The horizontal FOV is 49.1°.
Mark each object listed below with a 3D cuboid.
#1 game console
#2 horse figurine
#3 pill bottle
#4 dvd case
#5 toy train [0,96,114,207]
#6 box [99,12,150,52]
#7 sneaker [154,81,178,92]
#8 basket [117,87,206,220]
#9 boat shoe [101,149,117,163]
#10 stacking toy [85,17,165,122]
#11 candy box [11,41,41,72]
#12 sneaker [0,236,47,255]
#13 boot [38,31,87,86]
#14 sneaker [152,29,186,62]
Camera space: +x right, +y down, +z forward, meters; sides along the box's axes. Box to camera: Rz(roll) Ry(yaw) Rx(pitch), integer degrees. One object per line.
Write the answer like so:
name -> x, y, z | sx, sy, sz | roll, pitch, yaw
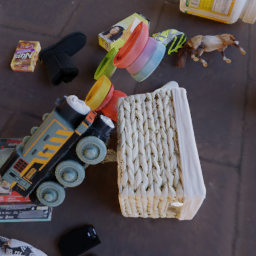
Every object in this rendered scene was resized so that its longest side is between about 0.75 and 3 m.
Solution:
game console -> -1.005, 3.218, 6.769 | 0.978, 0.200, 1.659 | -24, 60, -14
horse figurine -> 2.976, -2.928, 10.260 | 2.596, 0.648, 1.720 | -10, 47, 1
pill bottle -> 3.702, -5.121, 11.060 | 2.956, 1.667, 1.667 | 20, 60, 12
dvd case -> -2.916, 1.371, 7.871 | 1.782, 0.269, 2.442 | -2, 59, -1
toy train -> -1.702, 0.603, 6.770 | 1.684, 1.259, 2.955 | 40, 106, -11
box -> -0.125, -3.727, 10.881 | 2.041, 0.512, 0.768 | -39, 66, -22
sneaker -> 1.130, -1.029, 9.121 | 0.600, 0.683, 1.705 | 34, 63, 21
basket -> 0.670, 0.716, 7.254 | 1.846, 2.029, 2.993 | -4, 58, 0
boat shoe -> -0.697, 0.839, 7.920 | 1.070, 0.373, 0.381 | 2, 37, 41
stacking toy -> 0.014, -1.832, 8.819 | 1.254, 2.970, 2.689 | 32, 32, -20
candy box -> -3.742, -2.649, 10.307 | 0.738, 0.357, 1.265 | 3, 60, 1
sneaker -> -3.034, 3.229, 6.362 | 2.463, 0.925, 1.416 | 12, 59, 13
boot -> -2.068, -2.431, 9.912 | 1.967, 0.751, 1.653 | -30, 59, -9
sneaker -> 1.060, -2.994, 10.335 | 2.296, 0.866, 0.877 | -27, 50, -25
